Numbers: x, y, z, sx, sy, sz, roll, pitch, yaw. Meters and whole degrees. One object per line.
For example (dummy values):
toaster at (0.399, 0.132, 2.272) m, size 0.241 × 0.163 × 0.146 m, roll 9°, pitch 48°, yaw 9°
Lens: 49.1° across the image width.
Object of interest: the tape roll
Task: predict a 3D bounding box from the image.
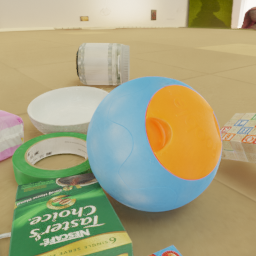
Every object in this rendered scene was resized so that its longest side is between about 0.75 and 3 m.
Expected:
tape roll at (-1.484, 0.705, 6.140) m, size 1.923 × 0.462 × 1.923 m, roll 2°, pitch 25°, yaw -1°

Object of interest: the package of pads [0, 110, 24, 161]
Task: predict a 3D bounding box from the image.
package of pads at (-4.118, 0.082, 6.806) m, size 2.938 × 1.112 × 1.770 m, roll 15°, pitch 26°, yaw 30°

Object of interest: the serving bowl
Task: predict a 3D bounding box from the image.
serving bowl at (-1.567, -0.368, 8.040) m, size 2.415 × 0.794 × 2.415 m, roll 0°, pitch 32°, yaw 0°

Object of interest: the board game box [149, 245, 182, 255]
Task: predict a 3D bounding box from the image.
board game box at (0.336, 2.128, 3.124) m, size 1.316 × 0.376 × 1.344 m, roll -12°, pitch 27°, yaw -25°

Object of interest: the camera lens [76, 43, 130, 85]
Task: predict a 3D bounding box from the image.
camera lens at (-1.078, -2.826, 12.421) m, size 2.263 × 1.810 × 1.810 m, roll 1°, pitch 24°, yaw 2°

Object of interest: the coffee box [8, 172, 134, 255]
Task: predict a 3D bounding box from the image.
coffee box at (-0.927, 1.385, 4.136) m, size 1.444 × 0.516 × 2.348 m, roll -8°, pitch 15°, yaw -16°

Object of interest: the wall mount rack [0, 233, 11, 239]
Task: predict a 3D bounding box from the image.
wall mount rack at (-2.272, 1.748, 3.668) m, size 1.708 × 0.637 × 1.484 m, roll -12°, pitch 27°, yaw -22°

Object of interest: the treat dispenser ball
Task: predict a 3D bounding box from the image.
treat dispenser ball at (0.442, 0.268, 4.964) m, size 2.335 × 2.335 × 2.335 m, roll 0°, pitch 24°, yaw 0°

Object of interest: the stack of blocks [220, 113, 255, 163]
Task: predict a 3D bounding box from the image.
stack of blocks at (2.734, 0.195, 5.621) m, size 1.040 × 0.529 × 1.807 m, roll -39°, pitch 21°, yaw -24°
